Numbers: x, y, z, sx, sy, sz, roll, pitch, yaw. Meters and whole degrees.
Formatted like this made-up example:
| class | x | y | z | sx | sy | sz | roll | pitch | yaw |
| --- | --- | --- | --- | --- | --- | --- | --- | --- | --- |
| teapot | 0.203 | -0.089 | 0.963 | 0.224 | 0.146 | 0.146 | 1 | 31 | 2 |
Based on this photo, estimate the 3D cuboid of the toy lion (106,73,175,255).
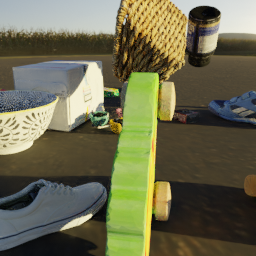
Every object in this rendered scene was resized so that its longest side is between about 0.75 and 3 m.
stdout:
| class | x | y | z | sx | sy | sz | roll | pitch | yaw |
| --- | --- | --- | --- | --- | --- | --- | --- | --- | --- |
| toy lion | 0.156 | 0.556 | 3.742 | 0.925 | 2.694 | 2.582 | 3 | 0 | 8 |

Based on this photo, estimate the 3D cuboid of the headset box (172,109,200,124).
| class | x | y | z | sx | sy | sz | roll | pitch | yaw |
| --- | --- | --- | --- | --- | --- | --- | --- | --- | --- |
| headset box | 2.123 | -0.431 | 10.203 | 0.645 | 0.335 | 0.867 | -10 | 19 | -29 |

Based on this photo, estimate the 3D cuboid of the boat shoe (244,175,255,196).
| class | x | y | z | sx | sy | sz | roll | pitch | yaw |
| --- | --- | --- | --- | --- | --- | --- | --- | --- | --- |
| boat shoe | 2.649 | 1.067 | 4.923 | 0.473 | 0.525 | 1.460 | 4 | -9 | -12 |

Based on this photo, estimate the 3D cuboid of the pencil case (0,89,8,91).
| class | x | y | z | sx | sy | sz | roll | pitch | yaw |
| --- | --- | --- | --- | --- | --- | --- | --- | --- | --- |
| pencil case | -4.477 | -0.935 | 10.906 | 2.133 | 0.943 | 0.943 | 15 | 24 | 40 |

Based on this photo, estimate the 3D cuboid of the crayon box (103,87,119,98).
| class | x | y | z | sx | sy | sz | roll | pitch | yaw |
| --- | --- | --- | --- | --- | --- | --- | --- | --- | --- |
| crayon box | -1.145 | -1.858 | 14.534 | 1.148 | 0.334 | 0.682 | 11 | 21 | 31 |

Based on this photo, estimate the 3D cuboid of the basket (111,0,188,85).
| class | x | y | z | sx | sy | sz | roll | pitch | yaw |
| --- | --- | --- | --- | --- | --- | --- | --- | --- | --- |
| basket | 0.238 | -2.554 | 7.812 | 2.012 | 2.100 | 2.819 | -35 | 30 | 40 |

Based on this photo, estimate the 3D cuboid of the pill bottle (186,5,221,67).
| class | x | y | z | sx | sy | sz | roll | pitch | yaw |
| --- | --- | --- | --- | --- | --- | --- | --- | --- | --- |
| pill bottle | 2.513 | -3.060 | 9.559 | 1.043 | 1.865 | 1.043 | -3 | 49 | 3 |

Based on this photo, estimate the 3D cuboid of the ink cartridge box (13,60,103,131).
| class | x | y | z | sx | sy | sz | roll | pitch | yaw |
| --- | --- | --- | --- | --- | --- | --- | --- | --- | --- |
| ink cartridge box | -2.359 | -1.315 | 10.146 | 2.064 | 2.028 | 2.803 | 6 | 19 | 17 |

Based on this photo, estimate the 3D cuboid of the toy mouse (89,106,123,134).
| class | x | y | z | sx | sy | sz | roll | pitch | yaw |
| --- | --- | --- | --- | --- | --- | --- | --- | --- | --- |
| toy mouse | -0.434 | -0.303 | 9.568 | 2.485 | 0.481 | 2.208 | -11 | 22 | -32 |

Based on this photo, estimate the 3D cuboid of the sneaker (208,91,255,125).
| class | x | y | z | sx | sy | sz | roll | pitch | yaw |
| --- | --- | --- | --- | --- | --- | --- | --- | --- | --- |
| sneaker | 4.308 | -0.827 | 10.061 | 2.892 | 1.190 | 1.069 | 13 | 25 | 39 |

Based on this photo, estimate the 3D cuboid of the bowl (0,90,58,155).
| class | x | y | z | sx | sy | sz | roll | pitch | yaw |
| --- | --- | --- | --- | --- | --- | --- | --- | --- | --- |
| bowl | -3.313 | -0.124 | 7.644 | 2.866 | 1.345 | 2.866 | -1 | 18 | 0 |

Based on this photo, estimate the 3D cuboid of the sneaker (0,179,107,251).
| class | x | y | z | sx | sy | sz | roll | pitch | yaw |
| --- | --- | --- | --- | --- | --- | --- | --- | --- | --- |
| sneaker | -1.242 | 1.212 | 4.532 | 2.109 | 0.747 | 0.770 | -15 | 24 | -39 |
